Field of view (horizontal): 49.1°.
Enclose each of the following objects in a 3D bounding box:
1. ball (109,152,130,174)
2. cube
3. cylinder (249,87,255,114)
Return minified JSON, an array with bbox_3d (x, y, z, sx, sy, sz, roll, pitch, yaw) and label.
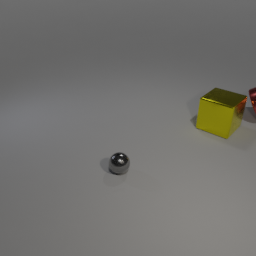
[{"bbox_3d":[-0.279,1.137,9.124,0.700,0.700,0.700,0,31,0],"label":"ball"},{"bbox_3d":[3.779,-0.641,11.376,1.400,1.400,1.400,23,38,33],"label":"cube"},{"bbox_3d":[6.001,-1.205,11.725,1.400,1.400,1.400,-20,20,31],"label":"cylinder"}]
